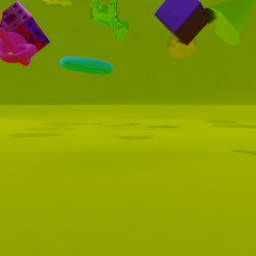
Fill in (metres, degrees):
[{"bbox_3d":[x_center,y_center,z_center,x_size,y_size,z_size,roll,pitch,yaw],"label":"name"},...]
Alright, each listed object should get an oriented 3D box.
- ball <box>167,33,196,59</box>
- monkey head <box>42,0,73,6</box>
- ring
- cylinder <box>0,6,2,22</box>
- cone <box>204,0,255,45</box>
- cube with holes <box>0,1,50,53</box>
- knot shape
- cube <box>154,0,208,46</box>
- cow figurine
[{"bbox_3d":[2.177,-3.419,11.421,1.178,1.178,1.178,0,5,0],"label":"ball"},{"bbox_3d":[-1.593,-3.176,6.347,0.839,0.703,1.167,9,2,36],"label":"monkey head"},{"bbox_3d":[-1.503,-2.268,10.263,1.945,0.389,1.945,7,6,-1],"label":"ring"},{"bbox_3d":[-3.638,-2.781,6.724,0.842,0.842,0.842,27,3,-6],"label":"cylinder"},{"bbox_3d":[3.179,-3.385,7.993,1.411,1.406,1.406,-43,0,7],"label":"cone"},{"bbox_3d":[-3.969,-3.535,10.357,1.282,1.282,1.282,47,-6,29],"label":"cube with holes"},{"bbox_3d":[-3.472,-2.453,8.559,1.691,0.781,1.583,32,11,6],"label":"knot shape"},{"bbox_3d":[1.803,-3.674,9.264,1.136,1.136,1.136,52,19,28],"label":"cube"},{"bbox_3d":[-0.597,-3.450,9.050,1.300,1.280,0.714,6,42,5],"label":"cow figurine"}]
